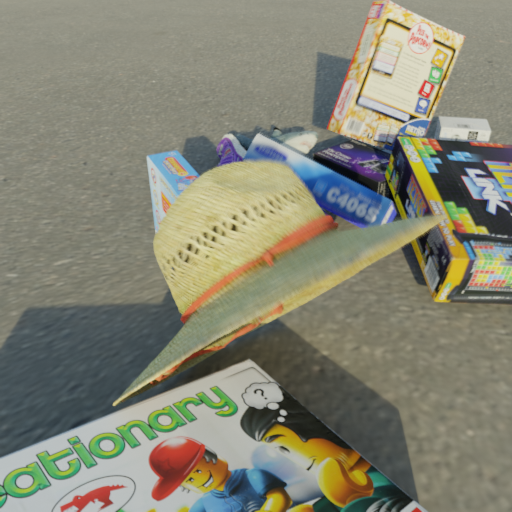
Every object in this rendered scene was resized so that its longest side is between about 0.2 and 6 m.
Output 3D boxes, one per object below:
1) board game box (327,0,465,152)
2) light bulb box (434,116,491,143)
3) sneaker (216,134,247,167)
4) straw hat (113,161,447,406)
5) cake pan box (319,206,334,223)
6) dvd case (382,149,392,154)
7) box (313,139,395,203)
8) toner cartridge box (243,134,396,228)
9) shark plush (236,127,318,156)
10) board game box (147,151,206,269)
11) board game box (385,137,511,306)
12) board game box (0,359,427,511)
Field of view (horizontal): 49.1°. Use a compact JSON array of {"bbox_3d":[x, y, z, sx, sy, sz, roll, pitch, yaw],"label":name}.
[{"bbox_3d":[3.172,-3.920,12.762,2.213,2.921,0.676,14,16,-23],"label":"board game box"},{"bbox_3d":[4.941,-2.686,13.630,1.159,1.169,0.729,6,37,9],"label":"light bulb box"},{"bbox_3d":[-0.645,-2.223,13.310,0.917,0.887,2.199,-28,31,-3],"label":"sneaker"},{"bbox_3d":[-0.149,-0.099,6.956,4.479,4.479,1.895,-25,80,-31],"label":"straw hat"},{"bbox_3d":[0.665,-0.782,11.446,1.487,0.422,1.615,-9,35,-17],"label":"cake pan box"},{"bbox_3d":[3.347,-2.411,14.154,1.531,0.134,1.093,-18,37,-24],"label":"dvd case"},{"bbox_3d":[2.462,-1.898,12.855,1.404,0.785,1.990,-23,40,-34],"label":"box"},{"bbox_3d":[1.254,-1.327,10.834,2.889,0.624,1.372,30,3,17],"label":"toner cartridge box"},{"bbox_3d":[0.445,-2.651,13.737,1.162,1.066,2.559,28,-3,-31],"label":"shark plush"},{"bbox_3d":[-1.235,-0.504,9.703,0.568,1.991,2.034,-15,38,-21],"label":"board game box"},{"bbox_3d":[4.340,-0.749,10.273,3.091,1.060,3.739,1,42,-6],"label":"board game box"},{"bbox_3d":[-1.005,2.839,4.907,5.121,0.886,3.232,-14,35,-40],"label":"board game box"}]
